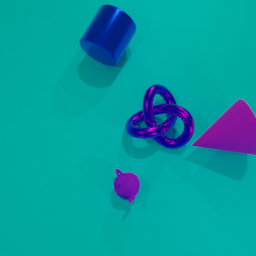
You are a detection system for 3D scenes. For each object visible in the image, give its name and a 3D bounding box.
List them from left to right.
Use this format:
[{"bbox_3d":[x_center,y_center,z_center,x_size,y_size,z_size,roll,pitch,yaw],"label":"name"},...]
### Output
[{"bbox_3d":[-0.629,-2.912,8.921,1.370,1.370,1.370,27,81,10],"label":"cylinder"},{"bbox_3d":[-0.062,1.548,7.444,0.744,0.586,1.196,-44,47,15],"label":"teapot"},{"bbox_3d":[0.802,-0.230,8.213,1.858,0.917,1.985,-21,70,-8],"label":"knot shape"},{"bbox_3d":[2.557,0.231,7.775,1.636,1.630,1.630,-19,69,6],"label":"cone"}]
